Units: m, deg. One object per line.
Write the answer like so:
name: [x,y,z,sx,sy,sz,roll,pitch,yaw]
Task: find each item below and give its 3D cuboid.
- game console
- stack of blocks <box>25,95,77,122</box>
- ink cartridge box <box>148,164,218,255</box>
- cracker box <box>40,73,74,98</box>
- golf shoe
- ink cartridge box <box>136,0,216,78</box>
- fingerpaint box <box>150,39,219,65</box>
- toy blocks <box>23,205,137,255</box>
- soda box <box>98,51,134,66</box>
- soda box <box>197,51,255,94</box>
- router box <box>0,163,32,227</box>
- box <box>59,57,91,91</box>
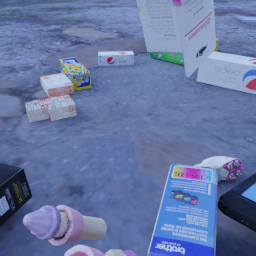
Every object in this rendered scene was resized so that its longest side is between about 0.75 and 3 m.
game console: [2.774,0.787,3.927,2.098,1.388,2.385,25,17,34]
stack of blocks: [-2.140,-0.522,7.768,1.250,0.366,0.720,-13,34,-21]
ink cartridge box: [0.732,1.525,3.522,0.705,1.260,1.847,4,31,19]
cracker box: [-2.359,-1.427,9.276,0.822,0.354,1.228,-14,33,-22]
golf shoe: [1.575,0.852,5.519,1.311,0.494,0.600,-9,14,-15]
ink cartridge box: [1.003,-2.641,5.769,0.947,2.791,1.607,14,46,37]
fingerpaint box: [2.426,-3.450,12.136,2.293,0.841,1.913,23,39,31]
toy blocks: [-0.590,1.753,2.306,1.824,1.535,1.704,31,87,38]
soda box: [-0.489,-2.868,11.549,1.462,0.465,0.498,-2,31,-4]
soda box: [3.811,-1.824,9.352,2.792,0.951,0.889,19,36,28]
router box: [-3.162,1.197,4.406,2.496,0.652,1.962,8,30,25]
box: [-1.893,-1.951,9.912,0.645,0.592,1.840,-14,34,-20]
